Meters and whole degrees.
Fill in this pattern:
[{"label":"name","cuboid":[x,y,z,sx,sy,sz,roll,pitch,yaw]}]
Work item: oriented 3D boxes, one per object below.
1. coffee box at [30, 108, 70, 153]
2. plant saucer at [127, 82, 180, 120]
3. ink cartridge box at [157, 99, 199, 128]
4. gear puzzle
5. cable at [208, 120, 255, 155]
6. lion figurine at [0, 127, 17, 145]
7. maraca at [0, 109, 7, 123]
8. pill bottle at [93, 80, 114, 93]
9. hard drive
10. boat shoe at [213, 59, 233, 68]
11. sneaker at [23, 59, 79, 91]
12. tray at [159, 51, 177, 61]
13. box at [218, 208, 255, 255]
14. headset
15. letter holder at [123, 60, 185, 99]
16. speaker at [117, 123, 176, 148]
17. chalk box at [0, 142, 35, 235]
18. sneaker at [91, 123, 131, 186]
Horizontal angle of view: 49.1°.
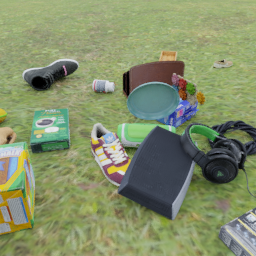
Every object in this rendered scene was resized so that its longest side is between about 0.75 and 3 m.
[{"label":"coffee box","cuboid":[-2.769,0.023,10.147,1.319,0.472,2.145,-7,35,-11]},{"label":"plant saucer","cuboid":[0.862,-0.947,9.667,1.816,1.816,0.249,-1,52,-2]},{"label":"ink cartridge box","cuboid":[1.732,-0.844,11.169,2.184,0.834,1.490,30,44,34]},{"label":"gear puzzle","cuboid":[2.046,-1.227,9.768,0.228,0.903,1.743,-22,38,-23]},{"label":"cable","cuboid":[3.759,0.338,9.651,1.989,0.505,1.623,-6,34,-10]},{"label":"lion figurine","cuboid":[-4.813,0.193,9.642,2.860,1.036,1.752,22,29,7]},{"label":"maraca","cuboid":[-5.206,-0.475,10.820,1.121,0.600,0.768,1,15,21]},{"label":"pill bottle","cuboid":[-1.130,-1.931,13.025,0.926,0.554,0.554,7,34,10]},{"label":"hard drive","cuboid":[0.985,1.065,7.925,1.783,0.560,2.644,24,47,9]},{"label":"boat shoe","cuboid":[5.392,-3.662,15.769,1.227,0.407,0.454,-13,36,-19]},{"label":"sneaker","cuboid":[-3.604,-2.529,13.641,2.786,0.985,1.382,-19,39,-17]},{"label":"tray","cuboid":[2.357,-4.054,16.431,0.938,0.352,1.902,6,35,9]},{"label":"box","cuboid":[3.158,2.655,6.220,1.405,0.428,1.743,-16,37,-26]},{"label":"headset","cuboid":[2.900,0.792,7.988,2.916,1.370,1.801,43,36,16]},{"label":"letter holder","cuboid":[1.095,-2.297,12.481,2.482,1.764,1.248,-9,35,-13]},{"label":"speaker","cuboid":[0.612,0.276,9.467,1.905,0.843,0.843,3,34,4]},{"label":"chalk box","cuboid":[-3.236,1.359,7.247,1.442,1.452,2.326,-8,35,-11]},{"label":"sneaker","cuboid":[-0.486,0.775,8.457,0.899,1.080,2.398,-21,39,-29]}]
